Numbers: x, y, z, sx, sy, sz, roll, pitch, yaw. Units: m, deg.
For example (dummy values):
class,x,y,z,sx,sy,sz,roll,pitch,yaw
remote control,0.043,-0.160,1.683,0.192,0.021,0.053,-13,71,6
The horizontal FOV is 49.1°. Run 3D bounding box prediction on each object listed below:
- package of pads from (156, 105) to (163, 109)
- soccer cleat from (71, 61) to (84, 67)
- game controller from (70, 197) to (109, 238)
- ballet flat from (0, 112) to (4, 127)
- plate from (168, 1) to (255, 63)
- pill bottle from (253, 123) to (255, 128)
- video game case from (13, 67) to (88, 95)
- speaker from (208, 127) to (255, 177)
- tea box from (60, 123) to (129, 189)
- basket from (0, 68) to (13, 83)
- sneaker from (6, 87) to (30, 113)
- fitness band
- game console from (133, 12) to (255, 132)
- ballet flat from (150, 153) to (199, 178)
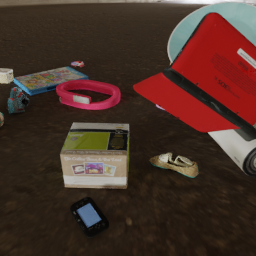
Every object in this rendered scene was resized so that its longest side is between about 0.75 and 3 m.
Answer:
class,x,y,z,sx,sy,sz,roll,pitch,yaw
package of pads,2.197,-0.947,9.649,2.262,0.856,1.363,24,40,35
soccer cleat,-2.610,-3.349,14.479,0.776,0.297,0.259,18,34,28
game controller,-0.773,1.746,5.537,0.503,0.203,0.964,-17,33,-28
ballet flat,-5.106,-0.369,8.606,2.470,0.841,0.830,5,24,11
plate,2.621,-2.495,8.165,2.921,0.373,2.921,-11,59,18
pill bottle,4.129,-0.795,8.941,1.276,1.276,2.232,13,32,21
video game case,-3.404,-2.157,12.420,2.700,0.240,1.932,-21,35,-33
speaker,2.851,0.192,7.513,0.991,0.991,2.440,-5,29,-10
tea box,-0.709,0.623,6.730,1.458,0.974,1.434,2,29,3
basket,-5.581,-2.310,12.412,0.839,0.517,0.568,5,29,7
sneaker,-3.904,-0.969,10.117,0.709,0.589,1.484,3,37,-13
fitness band,-1.529,-1.326,10.785,2.555,0.478,1.835,16,31,25
game console,1.161,-0.664,4.122,1.622,1.398,0.962,29,12,-24
ballet flat,1.144,0.830,6.941,1.266,0.413,0.446,14,29,23
